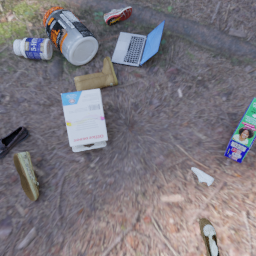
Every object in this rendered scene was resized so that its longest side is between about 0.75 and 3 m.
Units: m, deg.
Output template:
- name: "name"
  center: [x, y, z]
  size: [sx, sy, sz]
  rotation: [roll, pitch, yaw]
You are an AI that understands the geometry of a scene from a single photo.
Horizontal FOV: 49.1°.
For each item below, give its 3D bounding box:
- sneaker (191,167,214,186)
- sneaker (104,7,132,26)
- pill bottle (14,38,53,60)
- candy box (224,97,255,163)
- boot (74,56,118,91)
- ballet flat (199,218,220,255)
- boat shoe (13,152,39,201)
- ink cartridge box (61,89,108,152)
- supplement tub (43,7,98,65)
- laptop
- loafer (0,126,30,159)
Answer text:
- name: "sneaker"
  center: [2.417, 1.615, 9.303]
  size: [0.818, 0.308, 0.362]
  rotation: [32, 91, 28]
- name: "sneaker"
  center: [-0.456, -5.261, 12.849]
  size: [1.439, 0.560, 0.591]
  rotation: [-26, 64, -14]
- name: "pill bottle"
  center: [-3.939, -3.308, 11.642]
  size: [1.405, 0.841, 0.841]
  rotation: [3, 62, 3]
- name: "candy box"
  center: [3.867, 0.099, 9.093]
  size: [0.659, 1.447, 1.711]
  rotation: [27, 73, 21]
- name: "boot"
  center: [-1.352, -2.116, 11.175]
  size: [1.637, 0.541, 1.434]
  rotation: [-15, 63, -7]
- name: "ballet flat"
  center: [2.445, 3.324, 8.258]
  size: [0.470, 0.502, 1.387]
  rotation: [-3, 61, -1]
- name: "boat shoe"
  center: [-3.183, 1.533, 9.060]
  size: [0.513, 0.599, 1.635]
  rotation: [-14, 79, -46]
- name: "ink cartridge box"
  center: [-1.459, -0.257, 9.387]
  size: [1.247, 1.214, 1.939]
  rotation: [-9, 97, -11]
- name: "supplement tub"
  center: [-2.425, -3.854, 11.582]
  size: [1.464, 1.464, 2.390]
  rotation: [-33, 66, -16]
- name: "laptop"
  center: [0.403, -3.591, 11.634]
  size: [1.930, 1.119, 1.808]
  rotation: [11, 62, 6]
- name: "loafer"
  center: [-4.253, 0.488, 9.771]
  size: [1.650, 0.520, 0.593]
  rotation: [-39, 69, -19]
